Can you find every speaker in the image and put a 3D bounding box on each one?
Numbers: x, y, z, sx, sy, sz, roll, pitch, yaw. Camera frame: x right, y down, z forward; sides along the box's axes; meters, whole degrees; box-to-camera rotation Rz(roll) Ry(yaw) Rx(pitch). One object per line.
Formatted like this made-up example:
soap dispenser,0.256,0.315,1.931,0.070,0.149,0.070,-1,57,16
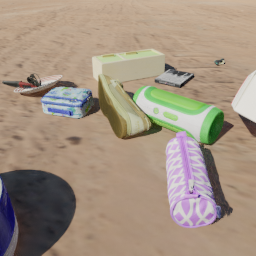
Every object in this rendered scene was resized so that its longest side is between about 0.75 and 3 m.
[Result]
speaker,1.301,-0.420,7.705,2.437,1.078,1.078,25,39,35

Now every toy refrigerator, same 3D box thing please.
toy refrigerator,0.046,-2.550,11.339,2.773,0.970,1.053,-14,34,-21

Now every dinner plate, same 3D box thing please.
dinner plate,-3.202,-1.544,10.104,1.778,0.215,1.778,-12,23,5

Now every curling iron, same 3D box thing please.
curling iron,-3.884,-1.687,10.194,2.061,0.511,0.263,4,25,34

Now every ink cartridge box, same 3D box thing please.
ink cartridge box,3.439,-0.512,6.616,1.680,0.979,2.321,31,16,13

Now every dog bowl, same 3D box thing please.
dog bowl,-3.132,1.611,4.242,2.623,1.033,2.623,-1,30,0

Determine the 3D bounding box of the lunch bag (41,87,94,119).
lunch bag,-1.893,-0.818,8.817,1.470,0.606,1.181,9,35,17

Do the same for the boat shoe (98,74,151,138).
boat shoe,-0.249,-0.758,8.293,0.897,1.040,2.852,-9,35,-17

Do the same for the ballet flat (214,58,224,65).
ballet flat,4.250,-3.018,12.869,0.770,0.281,0.281,-19,35,-39

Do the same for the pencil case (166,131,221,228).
pencil case,1.163,0.964,5.522,0.859,0.875,2.047,-16,27,12

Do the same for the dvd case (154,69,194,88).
dvd case,1.867,-2.007,11.204,1.091,0.180,1.452,18,36,27
